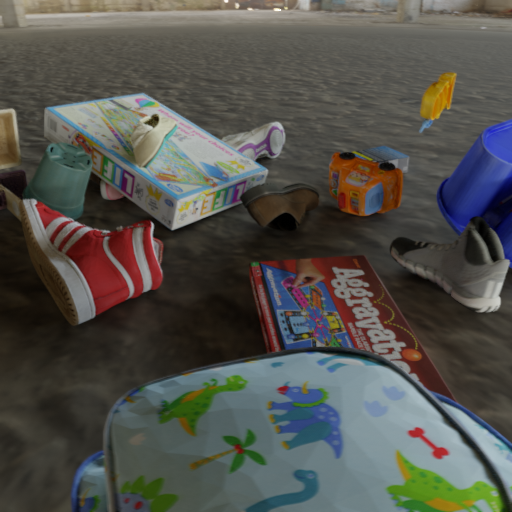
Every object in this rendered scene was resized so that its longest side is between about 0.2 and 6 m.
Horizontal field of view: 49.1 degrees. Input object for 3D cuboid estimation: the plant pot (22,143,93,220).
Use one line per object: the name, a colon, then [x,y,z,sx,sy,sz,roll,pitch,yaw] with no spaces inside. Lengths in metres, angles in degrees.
plant pot: [-4.033,-1.589,11.608,1.262,1.236,1.262,23,33,-16]

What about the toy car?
toy car: [2.343,-2.139,11.174,1.804,3.678,1.224,34,54,16]

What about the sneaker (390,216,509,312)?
sneaker: [3.232,-0.148,9.210,0.846,1.302,2.255,-4,28,-33]

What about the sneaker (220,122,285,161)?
sneaker: [-0.238,-3.059,15.091,1.334,1.003,2.679,19,34,32]

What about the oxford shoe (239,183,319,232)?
oxford shoe: [0.630,-0.910,11.435,2.332,0.847,0.984,-14,73,-50]

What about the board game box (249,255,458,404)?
board game box: [1.143,1.112,7.960,2.042,0.386,3.966,-3,28,-7]

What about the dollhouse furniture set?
dollhouse furniture set: [-5.335,-1.741,11.474,1.734,2.188,1.553,-21,39,-38]

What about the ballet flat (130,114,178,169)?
ballet flat: [-2.196,-2.435,11.466,0.767,0.767,2.207,2,28,3]

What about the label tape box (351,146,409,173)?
label tape box: [3.038,-2.404,14.441,1.430,0.453,1.031,-13,31,-23]

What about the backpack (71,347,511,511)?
backpack: [0.543,2.160,3.821,3.287,2.416,3.008,-9,30,-17]

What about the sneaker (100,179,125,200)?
sneaker: [-2.738,-1.794,13.015,0.988,0.711,1.890,6,24,21]

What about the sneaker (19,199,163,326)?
sneaker: [-2.786,-0.189,9.534,1.852,1.173,3.292,-21,42,-27]

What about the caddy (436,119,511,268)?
caddy: [5.097,-1.081,10.540,3.689,1.936,2.608,-22,58,-37]

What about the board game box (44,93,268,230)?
board game box: [-2.274,-2.331,12.671,4.290,0.734,2.884,35,39,25]

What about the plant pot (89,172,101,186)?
plant pot: [-3.711,-2.141,13.504,1.116,1.116,0.973,-18,52,-30]
